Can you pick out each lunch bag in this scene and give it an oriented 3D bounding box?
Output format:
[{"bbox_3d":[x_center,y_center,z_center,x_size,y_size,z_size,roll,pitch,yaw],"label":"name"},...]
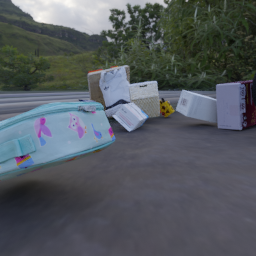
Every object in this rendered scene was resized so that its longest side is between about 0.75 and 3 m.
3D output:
[{"bbox_3d":[-0.986,0.153,3.010,1.555,0.599,1.247,-19,-5,23],"label":"lunch bag"}]

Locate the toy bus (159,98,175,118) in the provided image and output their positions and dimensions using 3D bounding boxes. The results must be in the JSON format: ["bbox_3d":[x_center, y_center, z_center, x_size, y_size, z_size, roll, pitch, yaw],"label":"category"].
[{"bbox_3d":[1.361,-0.827,10.397,0.450,0.822,0.871,-35,-46,25],"label":"toy bus"}]

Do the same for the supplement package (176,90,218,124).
[{"bbox_3d":[2.165,-0.635,8.400,1.168,0.685,0.683,11,13,-21],"label":"supplement package"}]

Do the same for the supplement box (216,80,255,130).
[{"bbox_3d":[3.530,-0.753,8.212,2.319,1.262,0.706,-14,13,-40],"label":"supplement box"}]

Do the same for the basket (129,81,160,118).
[{"bbox_3d":[0.557,-0.917,9.280,0.970,0.979,0.787,-8,44,1],"label":"basket"}]

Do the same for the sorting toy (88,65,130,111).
[{"bbox_3d":[-0.832,-1.655,11.513,1.740,1.730,0.606,-17,38,-23],"label":"sorting toy"}]

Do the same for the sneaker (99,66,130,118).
[{"bbox_3d":[-0.052,-1.426,10.795,1.109,1.697,2.953,-17,2,30],"label":"sneaker"}]

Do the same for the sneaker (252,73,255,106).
[{"bbox_3d":[4.044,-0.522,6.276,1.596,0.994,2.978,0,31,-1],"label":"sneaker"}]

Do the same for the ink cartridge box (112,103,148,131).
[{"bbox_3d":[0.095,-0.326,7.782,0.664,0.382,1.146,43,19,8],"label":"ink cartridge box"}]
